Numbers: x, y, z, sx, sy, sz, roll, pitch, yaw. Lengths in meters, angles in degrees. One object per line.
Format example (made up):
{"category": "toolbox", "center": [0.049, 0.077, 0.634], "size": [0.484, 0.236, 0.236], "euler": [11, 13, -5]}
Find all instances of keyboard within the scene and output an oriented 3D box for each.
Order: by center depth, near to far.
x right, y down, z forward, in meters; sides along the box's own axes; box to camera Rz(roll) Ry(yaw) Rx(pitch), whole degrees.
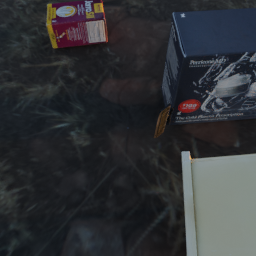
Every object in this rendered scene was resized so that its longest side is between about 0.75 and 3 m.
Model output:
{"category": "keyboard", "center": [0.894, -0.201, 6.765], "size": [0.105, 1.022, 0.650], "euler": [36, 58, 21]}

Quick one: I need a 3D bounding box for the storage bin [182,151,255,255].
{"category": "storage bin", "center": [1.862, 2.223, 4.587], "size": [1.345, 2.849, 2.870], "euler": [-9, 56, 18]}

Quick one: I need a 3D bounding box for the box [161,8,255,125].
{"category": "box", "center": [2.385, -1.417, 6.942], "size": [2.789, 2.540, 1.452], "euler": [-5, 57, -2]}

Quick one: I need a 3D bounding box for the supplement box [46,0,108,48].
{"category": "supplement box", "center": [-1.640, -3.383, 9.071], "size": [1.806, 0.932, 1.182], "euler": [-8, 54, -4]}
